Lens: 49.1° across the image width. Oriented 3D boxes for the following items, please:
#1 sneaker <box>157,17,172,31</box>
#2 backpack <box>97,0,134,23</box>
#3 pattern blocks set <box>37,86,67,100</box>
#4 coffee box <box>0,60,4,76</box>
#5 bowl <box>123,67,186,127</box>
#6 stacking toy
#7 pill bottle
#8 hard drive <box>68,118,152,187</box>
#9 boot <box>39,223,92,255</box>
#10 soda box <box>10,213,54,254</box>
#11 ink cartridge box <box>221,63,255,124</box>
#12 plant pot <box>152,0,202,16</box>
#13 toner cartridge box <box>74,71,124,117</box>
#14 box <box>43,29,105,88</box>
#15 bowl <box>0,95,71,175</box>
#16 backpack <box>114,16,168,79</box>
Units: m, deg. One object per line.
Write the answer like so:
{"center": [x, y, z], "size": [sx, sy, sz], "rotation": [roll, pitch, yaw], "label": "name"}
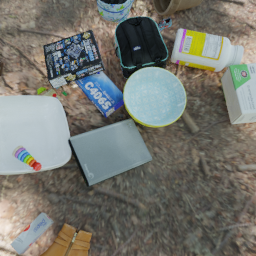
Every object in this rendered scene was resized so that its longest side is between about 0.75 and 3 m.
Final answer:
{"center": [1.499, -4.636, 12.453], "size": [0.997, 0.476, 0.395], "rotation": [-29, 73, -10], "label": "sneaker"}
{"center": [-0.494, -5.890, 12.372], "size": [1.938, 1.827, 2.376], "rotation": [11, 53, -3], "label": "backpack"}
{"center": [-3.236, -1.145, 11.435], "size": [1.495, 0.121, 1.314], "rotation": [-32, 74, -10], "label": "pattern blocks set"}
{"center": [-6.125, -2.667, 11.553], "size": [1.562, 0.893, 0.623], "rotation": [3, 70, 2], "label": "coffee box"}
{"center": [0.921, -1.003, 10.732], "size": [2.330, 1.254, 2.330], "rotation": [2, 74, -7], "label": "bowl"}
{"center": [-3.232, 1.022, 9.081], "size": [1.045, 0.446, 0.446], "rotation": [34, 74, 14], "label": "stacking toy"}
{"center": [3.191, -3.105, 11.436], "size": [2.675, 1.394, 1.394], "rotation": [13, 71, 5], "label": "pill bottle"}
{"center": [-0.627, 0.821, 10.132], "size": [2.604, 0.428, 1.817], "rotation": [-19, 73, -27], "label": "hard drive"}
{"center": [-2.421, 4.047, 9.302], "size": [2.279, 0.840, 1.763], "rotation": [18, 72, -6], "label": "boot"}
{"center": [-3.275, 3.602, 9.621], "size": [0.486, 0.452, 1.424], "rotation": [42, 76, 13], "label": "soda box"}
{"center": [5.399, -1.428, 10.949], "size": [2.887, 1.213, 2.107], "rotation": [-6, 71, -2], "label": "ink cartridge box"}
{"center": [2.319, -6.033, 12.283], "size": [1.857, 2.129, 2.129], "rotation": [-5, 70, -19], "label": "plant pot"}
{"center": [-1.221, -1.639, 11.403], "size": [1.097, 0.499, 2.309], "rotation": [-39, 75, -13], "label": "toner cartridge box"}
{"center": [-2.237, -2.867, 11.398], "size": [2.228, 0.558, 2.245], "rotation": [-19, 55, -1], "label": "box"}
{"center": [-3.609, 0.316, 9.981], "size": [2.859, 1.069, 2.864], "rotation": [-4, 65, -27], "label": "bowl"}
{"center": [0.438, -3.232, 11.291], "size": [1.975, 1.723, 2.247], "rotation": [-16, 80, -2], "label": "backpack"}
